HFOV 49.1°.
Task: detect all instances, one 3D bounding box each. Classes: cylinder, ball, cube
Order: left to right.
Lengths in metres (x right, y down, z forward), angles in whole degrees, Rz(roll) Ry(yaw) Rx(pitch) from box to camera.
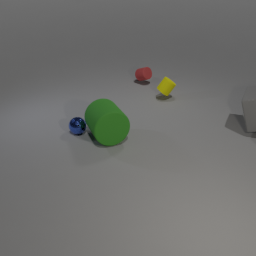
[{"bbox_3d":[-2.019,-0.094,11.202,0.700,0.700,0.700,0,30,0],"label":"ball"},{"bbox_3d":[-0.816,-0.243,10.701,1.400,1.400,1.400,-12,30,-19],"label":"cylinder"},{"bbox_3d":[0.882,-3.057,15.855,0.700,0.700,0.700,-26,17,-37],"label":"cylinder"},{"bbox_3d":[1.913,-2.074,13.955,0.700,0.700,0.700,32,20,-13],"label":"cylinder"},{"bbox_3d":[5.312,-0.798,10.784,1.400,1.400,1.400,-4,28,34],"label":"cube"}]
